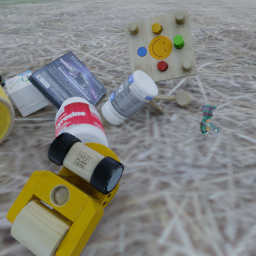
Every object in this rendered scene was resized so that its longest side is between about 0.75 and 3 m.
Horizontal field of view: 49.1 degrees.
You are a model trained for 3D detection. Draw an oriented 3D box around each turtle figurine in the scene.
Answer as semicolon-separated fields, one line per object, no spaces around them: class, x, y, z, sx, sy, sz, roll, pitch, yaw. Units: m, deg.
turtle figurine;1.995;-0.091;6.938;0.463;0.919;0.688;1;-4;31

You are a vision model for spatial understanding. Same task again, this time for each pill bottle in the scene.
pill bottle;0.011;-0.756;7.430;0.830;1.460;0.830;33;35;-27
pill bottle;-1.148;0.030;6.601;1.098;1.098;1.957;-7;31;-12

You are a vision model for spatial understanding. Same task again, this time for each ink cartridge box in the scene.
ink cartridge box;-3.101;-1.073;8.575;0.859;0.855;1.171;-30;37;-13

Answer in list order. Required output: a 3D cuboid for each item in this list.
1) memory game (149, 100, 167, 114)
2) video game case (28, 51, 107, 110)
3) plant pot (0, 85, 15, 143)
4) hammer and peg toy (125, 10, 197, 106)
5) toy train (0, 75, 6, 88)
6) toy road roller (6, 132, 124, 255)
memory game;0.603;-0.832;8.290;1.349;0.086;1.349;38;4;-3
video game case;-1.693;-1.312;8.620;0.243;1.832;2.564;-37;14;29
plant pot;-4.093;-0.672;6.673;2.412;2.564;2.564;37;44;26
hammer and peg toy;1.008;-2.017;8.641;2.092;2.844;1.003;-8;0;13
toy train;-4.343;-1.304;8.785;1.054;0.600;0.449;-43;45;10
toy road roller;-0.853;1.160;4.730;1.195;1.420;1.945;27;76;19
